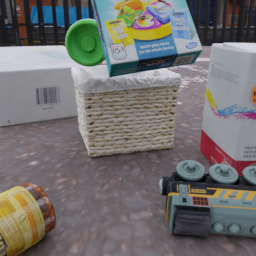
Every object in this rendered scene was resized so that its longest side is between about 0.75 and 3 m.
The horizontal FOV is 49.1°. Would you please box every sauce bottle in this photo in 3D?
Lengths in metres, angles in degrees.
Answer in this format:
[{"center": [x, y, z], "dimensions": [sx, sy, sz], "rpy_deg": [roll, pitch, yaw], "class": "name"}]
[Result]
[{"center": [-1.992, 1.439, 3.028], "dimensions": [0.828, 0.828, 2.507], "rpy_deg": [15, 26, 35], "class": "sauce bottle"}]

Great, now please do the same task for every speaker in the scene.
[{"center": [-0.676, -1.638, 5.329], "dimensions": [0.822, 0.822, 1.858], "rpy_deg": [0, 19, -1], "class": "speaker"}]

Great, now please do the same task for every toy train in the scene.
[{"center": [1.408, 1.090, 4.113], "dimensions": [1.909, 0.813, 1.088], "rpy_deg": [4, 33, 5], "class": "toy train"}]

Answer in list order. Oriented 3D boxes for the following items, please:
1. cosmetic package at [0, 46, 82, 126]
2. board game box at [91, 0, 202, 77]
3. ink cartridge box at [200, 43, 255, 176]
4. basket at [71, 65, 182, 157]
[{"center": [-3.106, -1.626, 9.491], "dimensions": [2.852, 1.759, 2.861], "rpy_deg": [-10, 31, -27], "class": "cosmetic package"}, {"center": [0.183, -1.721, 4.162], "dimensions": [1.325, 1.755, 0.412], "rpy_deg": [-12, -14, -10], "class": "board game box"}, {"center": [2.661, -0.385, 5.558], "dimensions": [1.789, 2.463, 1.781], "rpy_deg": [-2, 20, -5], "class": "ink cartridge box"}, {"center": [-0.177, -0.580, 7.034], "dimensions": [2.291, 1.843, 2.271], "rpy_deg": [-5, 20, -15], "class": "basket"}]
